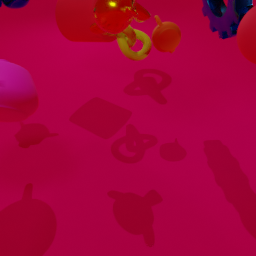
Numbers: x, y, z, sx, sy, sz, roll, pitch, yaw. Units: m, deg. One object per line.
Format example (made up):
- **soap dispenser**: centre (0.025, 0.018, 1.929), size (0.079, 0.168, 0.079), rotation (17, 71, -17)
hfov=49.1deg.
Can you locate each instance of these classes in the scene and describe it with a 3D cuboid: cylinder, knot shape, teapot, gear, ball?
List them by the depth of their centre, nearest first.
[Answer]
- **teapot**: centre (-2.180, -0.699, 4.740), size (1.292, 2.078, 1.017), rotation (1, 76, -7)
- **ball**: centre (2.415, -1.595, 4.741), size (1.070, 1.070, 1.070), rotation (0, 39, 0)
- **gear**: centre (1.932, -2.793, 5.652), size (0.351, 1.896, 1.896), rotation (-18, 40, -1)
- **teapot**: centre (0.865, -2.084, 6.426), size (0.679, 1.092, 0.535), rotation (-29, 39, 8)
- **knot shape**: centre (-0.085, -2.259, 6.724), size (1.321, 0.611, 1.237), rotation (27, 28, -31)
- **cylinder**: centre (-1.010, -3.004, 7.522), size (1.335, 1.335, 1.335), rotation (12, 39, 32)

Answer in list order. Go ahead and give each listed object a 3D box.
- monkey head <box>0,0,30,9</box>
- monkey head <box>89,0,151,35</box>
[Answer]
- **monkey head**: centre (-2.832, -3.345, 6.699), size (1.310, 0.942, 0.789), rotation (9, 37, 22)
- **monkey head**: centre (-0.103, -1.970, 4.900), size (1.346, 0.969, 0.811), rotation (5, 71, 54)
